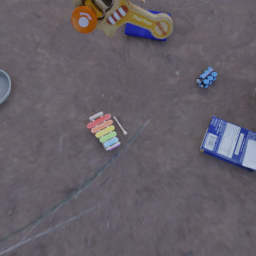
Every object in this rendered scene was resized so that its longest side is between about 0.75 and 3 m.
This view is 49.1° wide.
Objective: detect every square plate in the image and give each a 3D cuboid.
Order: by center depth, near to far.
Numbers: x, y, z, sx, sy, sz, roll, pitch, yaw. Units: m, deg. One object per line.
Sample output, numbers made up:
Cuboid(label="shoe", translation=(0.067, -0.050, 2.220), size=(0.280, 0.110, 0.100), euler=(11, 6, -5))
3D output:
Cuboid(label="square plate", translation=(3.637, 0.776, 7.683), size=(0.792, 0.114, 0.799), euler=(16, 110, 29))

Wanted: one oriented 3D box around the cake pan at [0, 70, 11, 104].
Cuboid(label="cake pan", translation=(-4.923, -1.400, 9.973), size=(1.579, 0.290, 1.579), euler=(0, 67, 0))

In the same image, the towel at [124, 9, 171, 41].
Cuboid(label="towel", translation=(0.773, -4.061, 11.067), size=(1.693, 0.420, 1.250), euler=(11, 74, 4))

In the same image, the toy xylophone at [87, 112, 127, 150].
Cuboid(label="toy xylophone", translation=(-0.668, 0.067, 9.326), size=(1.008, 0.346, 1.376), euler=(-35, 72, -14))

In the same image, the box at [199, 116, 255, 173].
Cuboid(label="box", translation=(3.552, 0.572, 9.108), size=(2.133, 0.346, 1.292), euler=(22, 69, 11))

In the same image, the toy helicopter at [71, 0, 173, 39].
Cuboid(label="toy helicopter", translation=(-0.037, -3.278, 7.527), size=(2.877, 1.903, 1.135), euler=(16, 37, -15))

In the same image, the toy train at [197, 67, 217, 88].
Cuboid(label="toy train", translation=(2.846, -1.810, 10.130), size=(0.830, 0.360, 0.474), euler=(-41, 64, -13))
